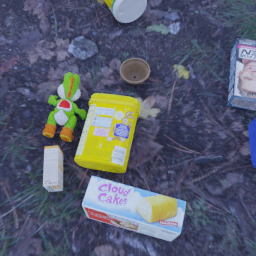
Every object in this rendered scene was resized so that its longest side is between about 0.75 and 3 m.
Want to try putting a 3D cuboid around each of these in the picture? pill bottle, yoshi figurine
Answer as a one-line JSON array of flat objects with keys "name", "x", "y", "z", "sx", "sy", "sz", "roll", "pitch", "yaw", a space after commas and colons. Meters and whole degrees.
[{"name": "pill bottle", "x": -0.457, "y": -6.268, "z": 12.583, "sx": 1.607, "sy": 1.607, "sz": 2.850, "roll": -24, "pitch": 68, "yaw": -11}, {"name": "yoshi figurine", "x": -2.319, "y": -0.788, "z": 10.464, "sx": 1.393, "sy": 1.399, "sz": 2.489, "roll": 2, "pitch": 73, "yaw": 37}]

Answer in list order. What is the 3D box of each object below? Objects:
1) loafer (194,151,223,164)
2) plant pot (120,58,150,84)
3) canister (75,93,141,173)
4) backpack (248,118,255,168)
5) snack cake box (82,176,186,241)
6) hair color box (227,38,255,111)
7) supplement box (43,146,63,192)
[{"name": "loafer", "x": 2.809, "y": 1.034, "z": 9.932, "sx": 1.046, "sy": 0.376, "sz": 0.329, "roll": -4, "pitch": 46, "yaw": -8}, {"name": "plant pot", "x": 0.270, "y": -2.178, "z": 11.268, "sx": 1.191, "sy": 0.550, "sz": 1.191, "roll": 0, "pitch": 65, "yaw": -1}, {"name": "canister", "x": -0.698, "y": 0.175, "z": 9.832, "sx": 1.874, "sy": 1.092, "sz": 2.524, "roll": 8, "pitch": 67, "yaw": 12}, {"name": "backpack", "x": 5.536, "y": 0.501, "z": 9.299, "sx": 2.322, "sy": 1.948, "sz": 1.887, "roll": 6, "pitch": 72, "yaw": -1}, {"name": "snack cake box", "x": 0.156, "y": 2.491, "z": 8.498, "sx": 2.838, "sy": 1.632, "sz": 0.954, "roll": 14, "pitch": 63, "yaw": 6}, {"name": "hair color box", "x": 4.819, "y": -2.134, "z": 11.081, "sx": 1.409, "sy": 0.853, "sz": 2.818, "roll": 11, "pitch": 66, "yaw": 5}, {"name": "supplement box", "x": -2.509, "y": 1.383, "z": 9.447, "sx": 0.498, "sy": 0.854, "sz": 1.356, "roll": -4, "pitch": 64, "yaw": -3}]
